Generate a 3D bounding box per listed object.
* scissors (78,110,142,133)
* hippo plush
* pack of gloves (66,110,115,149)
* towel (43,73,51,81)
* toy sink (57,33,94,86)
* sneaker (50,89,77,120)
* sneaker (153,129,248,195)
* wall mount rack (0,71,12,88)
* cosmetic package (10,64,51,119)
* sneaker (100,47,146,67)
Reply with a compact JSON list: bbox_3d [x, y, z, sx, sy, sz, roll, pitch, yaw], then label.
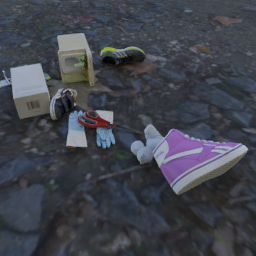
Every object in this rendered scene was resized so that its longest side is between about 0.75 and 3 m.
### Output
[{"bbox_3d":[-0.654,-0.045,9.808,2.275,0.158,0.832,24,41,10],"label":"scissors"},{"bbox_3d":[0.704,0.679,8.750,1.051,1.042,1.308,-42,63,-8],"label":"hippo plush"},{"bbox_3d":[-1.291,0.098,9.828,1.593,0.374,1.897,5,43,-11],"label":"pack of gloves"},{"bbox_3d":[-3.985,-2.245,12.667,0.873,0.099,0.627,-21,44,-23],"label":"towel"},{"bbox_3d":[-2.378,-2.972,12.415,1.329,1.547,2.373,-10,42,-11],"label":"toy sink"},{"bbox_3d":[-2.427,-0.988,10.694,0.722,0.713,1.819,-2,38,6],"label":"sneaker"},{"bbox_3d":[1.997,0.551,7.770,2.965,1.074,1.690,-11,53,-37],"label":"sneaker"},{"bbox_3d":[-5.526,-1.939,11.972,1.415,0.527,1.229,-25,46,-26],"label":"wall mount rack"},{"bbox_3d":[-3.855,-1.539,11.115,1.277,1.007,2.373,-13,41,-13],"label":"cosmetic package"},{"bbox_3d":[-0.286,-3.334,13.525,2.285,0.844,0.925,1,46,13],"label":"sneaker"}]
